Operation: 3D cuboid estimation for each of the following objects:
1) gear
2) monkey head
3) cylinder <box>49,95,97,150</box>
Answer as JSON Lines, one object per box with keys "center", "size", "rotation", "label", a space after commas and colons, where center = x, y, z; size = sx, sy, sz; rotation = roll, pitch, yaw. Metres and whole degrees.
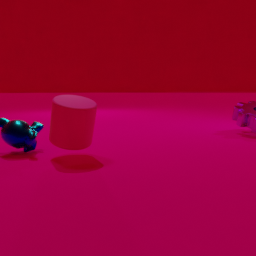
{"center": [3.961, -0.261, 7.644], "size": [2.050, 0.379, 2.050], "rotation": [3, 22, -1], "label": "gear"}
{"center": [-2.026, 0.053, 5.430], "size": [1.069, 0.644, 0.769], "rotation": [19, 58, 24], "label": "monkey head"}
{"center": [-0.982, -0.113, 4.997], "size": [0.773, 0.773, 0.773], "rotation": [10, 21, -4], "label": "cylinder"}
